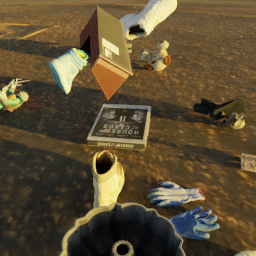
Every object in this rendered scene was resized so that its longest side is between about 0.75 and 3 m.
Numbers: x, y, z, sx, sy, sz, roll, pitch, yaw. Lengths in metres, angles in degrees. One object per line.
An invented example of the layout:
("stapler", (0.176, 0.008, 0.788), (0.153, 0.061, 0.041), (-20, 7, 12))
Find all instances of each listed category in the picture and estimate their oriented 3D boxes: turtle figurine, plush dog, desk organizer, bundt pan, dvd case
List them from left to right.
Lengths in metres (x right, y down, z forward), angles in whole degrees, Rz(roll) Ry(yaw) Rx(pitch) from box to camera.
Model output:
("turtle figurine", (-4.894, -1.185, 11.206), (2.233, 1.124, 1.672), (-23, 18, -6))
("desk organizer", (-0.438, -1.323, 4.813), (0.608, 0.653, 1.695), (24, 37, -29))
("dvd case", (-0.221, -0.137, 10.251), (1.990, 0.327, 2.648), (4, 31, 7))
("bundt pan", (-0.107, 2.569, 5.361), (2.331, 0.875, 2.331), (0, 33, 0))
("plush dog", (1.651, -3.736, 15.514), (1.747, 1.401, 1.500), (-21, 41, 22))

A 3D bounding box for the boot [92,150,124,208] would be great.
("boot", (-0.498, 1.101, 7.213), (0.659, 1.408, 1.811), (7, 32, 11))

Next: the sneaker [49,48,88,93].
("sneaker", (-1.782, -1.836, 8.979), (1.189, 1.821, 0.724), (-40, 85, -14))

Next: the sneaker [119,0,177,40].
("sneaker", (0.871, -4.292, 11.298), (2.580, 1.005, 1.282), (-28, 47, 15))

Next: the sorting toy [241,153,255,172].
("sorting toy", (3.848, 1.102, 8.429), (0.863, 0.170, 0.932), (10, 29, 15))

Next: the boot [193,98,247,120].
("boot", (3.530, -0.870, 10.895), (1.617, 0.617, 1.358), (-19, 26, -15))

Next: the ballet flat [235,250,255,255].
("ballet flat", (2.024, 2.807, 5.187), (1.990, 0.691, 0.691), (-25, 39, -34))

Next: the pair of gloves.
("pair of gloves", (1.312, 1.968, 6.965), (1.495, 0.212, 1.859), (-3, 33, -6))

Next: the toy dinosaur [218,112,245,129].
("toy dinosaur", (3.866, -0.197, 10.184), (0.863, 0.650, 1.688), (28, 9, 36))

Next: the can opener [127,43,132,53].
("can opener", (-1.095, -5.036, 17.792), (2.710, 0.713, 0.901), (-10, 33, -16))
